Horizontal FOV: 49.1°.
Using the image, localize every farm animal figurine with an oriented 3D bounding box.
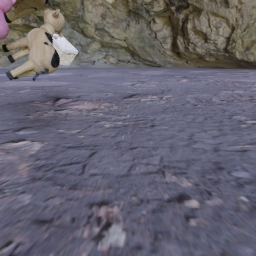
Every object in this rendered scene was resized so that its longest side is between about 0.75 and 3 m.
[{"bbox_3d":[-1.946,-2.470,5.134,1.428,2.739,2.708,-21,29,0],"label":"farm animal figurine"}]

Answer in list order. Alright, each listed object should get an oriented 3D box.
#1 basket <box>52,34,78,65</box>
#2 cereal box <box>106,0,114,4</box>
[{"bbox_3d":[-2.438,-2.783,9.937,1.076,0.664,0.729,46,27,22],"label":"basket"},{"bbox_3d":[-0.778,-5.284,10.753,0.679,0.186,0.943,-26,-30,35],"label":"cereal box"}]
